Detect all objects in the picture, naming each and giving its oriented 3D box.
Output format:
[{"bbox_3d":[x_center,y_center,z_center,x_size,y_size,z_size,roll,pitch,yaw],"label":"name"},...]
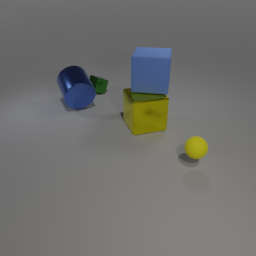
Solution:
[{"bbox_3d":[2.100,0.606,8.629,0.700,0.700,0.700,0,30,0],"label":"ball"},{"bbox_3d":[0.660,-0.739,11.046,1.400,1.400,1.400,-9,31,-15],"label":"cube"},{"bbox_3d":[-1.524,-2.197,14.084,0.700,0.700,0.700,5,20,-44],"label":"cube"},{"bbox_3d":[-2.303,-1.810,12.443,1.400,1.400,1.400,-12,49,-21],"label":"cylinder"},{"bbox_3d":[0.912,-2.234,10.806,1.400,1.400,1.400,5,30,8],"label":"cube"}]
